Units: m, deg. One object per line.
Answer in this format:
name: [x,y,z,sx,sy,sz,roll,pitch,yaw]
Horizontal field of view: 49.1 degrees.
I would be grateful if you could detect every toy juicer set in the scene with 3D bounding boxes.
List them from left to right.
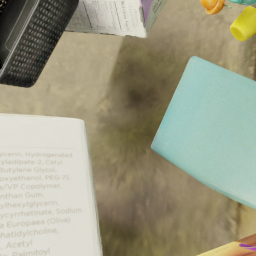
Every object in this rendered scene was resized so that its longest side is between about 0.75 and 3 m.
toy juicer set: [2.024,-3.106,5.439,0.803,2.952,1.878,-43,68,2]

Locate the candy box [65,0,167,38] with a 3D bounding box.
candy box: [-0.483,-2.990,5.901,2.602,0.931,2.183,11,55,22]

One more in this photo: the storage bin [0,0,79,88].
storage bin: [-1.887,-1.775,4.589,1.313,0.911,1.942,36,101,13]

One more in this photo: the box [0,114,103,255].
box: [-2.102,1.510,3.461,2.886,2.872,2.472,4,58,-25]

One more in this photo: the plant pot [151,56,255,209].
plant pot: [1.985,0.251,4.316,2.471,1.745,1.746,41,113,49]

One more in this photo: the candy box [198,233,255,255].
candy box: [2.211,2.045,3.680,1.585,2.716,0.767,1,86,46]
